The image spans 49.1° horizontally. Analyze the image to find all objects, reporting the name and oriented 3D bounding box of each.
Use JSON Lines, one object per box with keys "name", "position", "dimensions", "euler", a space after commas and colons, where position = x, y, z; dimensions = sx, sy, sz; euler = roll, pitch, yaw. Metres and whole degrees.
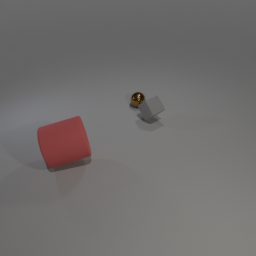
{"name": "ball", "position": [0.461, -1.309, 12.924], "dimensions": [0.700, 0.700, 0.700], "euler": [0, 33, 0]}
{"name": "cylinder", "position": [-2.066, 0.454, 9.232], "dimensions": [1.400, 1.400, 1.400], "euler": [-17, 35, -5]}
{"name": "cube", "position": [0.975, -0.837, 11.688], "dimensions": [0.700, 0.700, 0.700], "euler": [-27, 87, -30]}
